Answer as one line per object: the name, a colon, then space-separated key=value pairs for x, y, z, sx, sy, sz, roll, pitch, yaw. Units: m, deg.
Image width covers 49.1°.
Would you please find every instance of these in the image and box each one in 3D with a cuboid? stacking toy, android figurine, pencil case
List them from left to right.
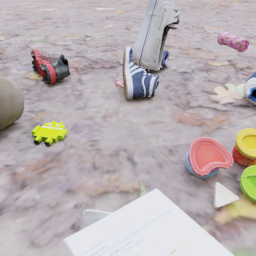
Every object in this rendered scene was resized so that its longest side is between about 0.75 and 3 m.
android figurine: x=-2.309 y=0.127 z=8.334 sx=1.027 sy=0.232 sz=1.128 roll=8 pitch=35 yaw=12
stacking toy: x=2.465 y=1.067 z=6.737 sx=2.036 sy=0.860 sz=1.843 roll=-7 pitch=59 yaw=-6
pencil case: x=3.329 y=-2.728 z=8.902 sx=0.463 sy=0.443 sz=1.070 roll=-15 pitch=34 yaw=-17

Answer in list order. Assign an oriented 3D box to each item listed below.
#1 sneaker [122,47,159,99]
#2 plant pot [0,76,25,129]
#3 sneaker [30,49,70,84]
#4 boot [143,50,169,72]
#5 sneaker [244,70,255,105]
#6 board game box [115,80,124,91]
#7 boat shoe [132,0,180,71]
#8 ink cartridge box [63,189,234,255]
sneaker: x=0.472 y=-2.117 z=10.744 sx=1.302 sy=0.841 sz=2.400 roll=0 pitch=59 yaw=-6
plant pot: x=-4.268 y=-0.694 z=8.096 sx=2.326 sy=2.326 sz=2.018 roll=19 pitch=21 yaw=27
sneaker: x=-3.358 y=-2.762 z=12.148 sx=1.350 sy=0.977 sz=2.763 roll=-19 pitch=39 yaw=-26
boot: x=0.949 y=-2.956 z=12.371 sx=1.279 sy=1.030 sz=2.831 roll=7 pitch=33 yaw=19
sneaker: x=5.443 y=-1.134 z=9.653 sx=2.769 sy=1.115 sz=2.027 roll=21 pitch=47 yaw=24
board game box: x=-0.028 y=-1.686 z=11.181 sx=0.645 sy=0.197 sz=0.852 roll=-20 pitch=38 yaw=-28
boat shoe: x=0.848 y=-2.624 z=6.771 sx=0.816 sy=2.483 sz=0.893 roll=22 pitch=11 yaw=13
ink cartridge box: x=0.372 y=2.221 z=3.698 sx=1.620 sy=1.662 sz=2.586 roll=-21 pitch=39 yaw=-30
